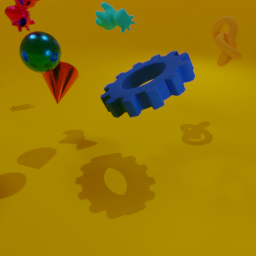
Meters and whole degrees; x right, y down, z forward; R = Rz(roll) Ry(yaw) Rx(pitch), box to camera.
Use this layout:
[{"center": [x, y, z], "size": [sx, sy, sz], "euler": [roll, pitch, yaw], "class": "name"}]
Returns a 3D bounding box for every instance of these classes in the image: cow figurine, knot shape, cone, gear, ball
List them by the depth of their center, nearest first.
[{"center": [-2.109, -2.640, 5.815], "size": [1.139, 1.121, 0.625], "euler": [-1, 20, 31], "class": "cow figurine"}, {"center": [-1.864, -1.614, 5.982], "size": [0.861, 0.861, 0.861], "euler": [0, 29, 0], "class": "ball"}, {"center": [0.408, -1.004, 6.203], "size": [2.084, 0.385, 2.084], "euler": [-23, 27, 13], "class": "gear"}, {"center": [-1.696, -0.973, 6.870], "size": [0.931, 0.931, 0.935], "euler": [-1, 62, -3], "class": "cone"}, {"center": [-0.368, -2.949, 7.691], "size": [1.054, 0.588, 1.071], "euler": [32, -8, -6], "class": "cow figurine"}, {"center": [2.847, -2.370, 8.033], "size": [0.658, 1.423, 1.332], "euler": [-9, 30, 16], "class": "knot shape"}]
